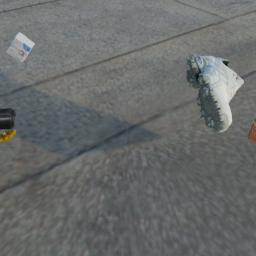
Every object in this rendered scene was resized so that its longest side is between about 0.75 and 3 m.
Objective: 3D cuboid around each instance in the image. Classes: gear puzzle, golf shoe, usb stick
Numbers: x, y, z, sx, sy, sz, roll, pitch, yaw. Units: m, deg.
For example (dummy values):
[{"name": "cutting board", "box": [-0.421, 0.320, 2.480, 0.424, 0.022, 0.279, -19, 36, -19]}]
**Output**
[{"name": "gear puzzle", "box": [-3.139, 0.375, 5.913, 1.757, 0.230, 0.910, -18, 25, 5]}, {"name": "golf shoe", "box": [1.727, -0.770, 5.190, 0.986, 0.794, 2.028, -4, 46, 1]}, {"name": "usb stick", "box": [-2.784, -0.100, 4.514, 1.831, 0.508, 0.298, -5, 68, -22]}]

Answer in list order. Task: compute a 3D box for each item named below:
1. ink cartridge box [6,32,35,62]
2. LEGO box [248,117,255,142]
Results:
[{"name": "ink cartridge box", "box": [-3.340, -2.486, 8.699, 0.550, 0.762, 0.322, 35, 46, -23]}, {"name": "LEGO box", "box": [3.559, -1.006, 5.840, 1.014, 2.628, 1.957, 22, 24, 23]}]
